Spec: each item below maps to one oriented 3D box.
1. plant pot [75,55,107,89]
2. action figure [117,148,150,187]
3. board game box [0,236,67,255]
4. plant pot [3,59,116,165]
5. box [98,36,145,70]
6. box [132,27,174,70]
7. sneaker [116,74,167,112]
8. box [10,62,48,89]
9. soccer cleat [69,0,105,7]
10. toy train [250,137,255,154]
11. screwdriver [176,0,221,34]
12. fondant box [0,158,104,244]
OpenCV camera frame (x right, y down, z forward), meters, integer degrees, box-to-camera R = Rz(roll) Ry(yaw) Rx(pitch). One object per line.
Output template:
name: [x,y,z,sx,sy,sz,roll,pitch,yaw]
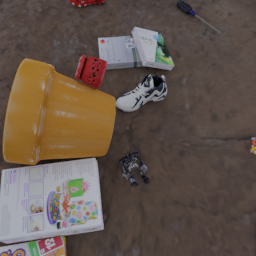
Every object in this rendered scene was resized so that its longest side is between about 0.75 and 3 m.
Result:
plant pot: [-1.058,-1.605,7.914,0.752,0.826,0.826,16,60,-12]
action figure: [0.158,1.217,8.464,0.812,0.697,1.366,-21,36,-2]
board game box: [-2.706,3.562,7.354,2.148,0.322,1.026,-10,60,-2]
plant pot: [-1.862,-0.264,8.219,2.685,2.933,2.933,11,60,-13]
box: [-0.205,-2.983,10.978,1.842,0.379,1.436,-5,60,-4]
box: [0.947,-3.039,10.727,1.281,0.322,1.775,1,60,-31]
sneaker: [0.478,-1.295,9.535,1.891,1.231,0.755,-13,61,-7]
box: [-3.628,-1.894,10.420,0.956,0.279,1.397,9,61,5]
soccer cleat: [-1.828,-5.818,12.523,1.646,0.565,0.701,-6,48,-4]
toy train: [4.151,0.592,8.805,0.754,0.210,0.566,23,98,-23]
screwdriver: [3.024,-4.711,12.025,0.361,0.376,2.585,-34,69,-17]
fondant box: [-2.133,2.020,7.915,2.709,0.789,1.954,-8,60,-3]
